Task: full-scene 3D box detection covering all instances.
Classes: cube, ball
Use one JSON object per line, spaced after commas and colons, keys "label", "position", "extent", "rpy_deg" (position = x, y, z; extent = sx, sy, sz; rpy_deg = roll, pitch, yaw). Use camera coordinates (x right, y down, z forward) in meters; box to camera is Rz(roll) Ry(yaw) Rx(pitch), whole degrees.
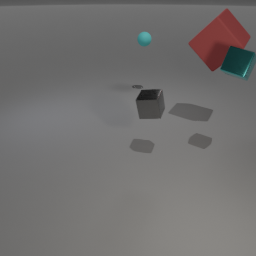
{"label": "cube", "position": [3.342, -3.204, 10.214], "extent": [1.400, 1.400, 1.400], "rpy_deg": [48, 45, -5]}
{"label": "cube", "position": [0.711, -0.748, 8.728], "extent": [0.700, 0.700, 0.700], "rpy_deg": [0, 33, 21]}
{"label": "cube", "position": [3.115, -1.804, 7.864], "extent": [0.700, 0.700, 0.700], "rpy_deg": [27, 14, 27]}
{"label": "ball", "position": [0.819, -4.449, 14.031], "extent": [0.700, 0.700, 0.700], "rpy_deg": [0, 27, 0]}
